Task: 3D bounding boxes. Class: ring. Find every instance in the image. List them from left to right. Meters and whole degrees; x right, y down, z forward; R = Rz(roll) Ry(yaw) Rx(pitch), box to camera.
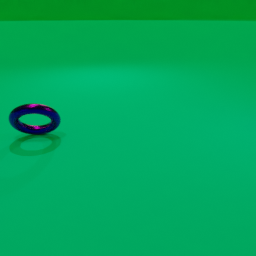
[{"bbox_3d":[-2.249,-0.194,6.795,1.208,1.208,0.242,-4,60,-8],"label":"ring"}]
